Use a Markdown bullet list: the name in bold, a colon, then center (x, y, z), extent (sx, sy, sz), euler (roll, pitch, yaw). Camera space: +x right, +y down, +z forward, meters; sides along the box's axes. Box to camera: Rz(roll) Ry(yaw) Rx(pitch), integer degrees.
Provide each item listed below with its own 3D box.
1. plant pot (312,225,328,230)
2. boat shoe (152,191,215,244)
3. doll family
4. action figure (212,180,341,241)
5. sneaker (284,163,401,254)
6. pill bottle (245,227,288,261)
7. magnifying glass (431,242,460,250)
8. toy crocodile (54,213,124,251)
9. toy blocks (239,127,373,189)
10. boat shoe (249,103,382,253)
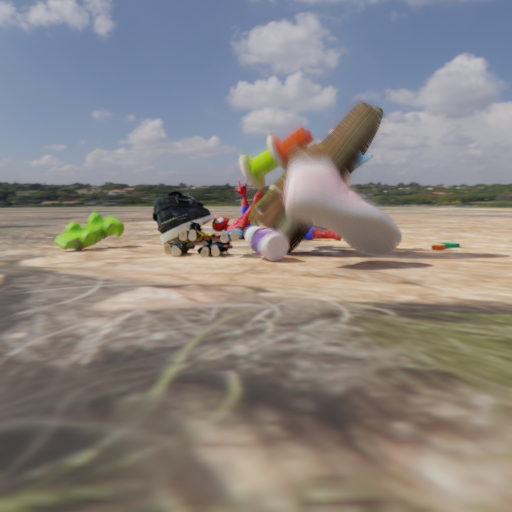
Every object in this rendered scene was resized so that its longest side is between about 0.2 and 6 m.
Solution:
- **plant pot**: center (1.268, -1.153, 14.770), extent (1.230, 1.368, 1.368), euler (-6, 6, 5)
- **boat shoe**: center (-1.859, -1.054, 13.570), extent (1.222, 1.084, 3.270), euler (-26, 6, 11)
- **doll family**: center (-0.865, -0.291, 10.300), extent (1.676, 0.657, 0.969), euler (6, 3, 10)
- **action figure**: center (0.464, -1.153, 13.911), extent (3.271, 1.619, 1.067), euler (-1, 6, 12)
- **sneaker**: center (1.401, -0.845, 8.979), extent (2.085, 0.785, 1.090), euler (22, 42, -18)
- **pill bottle**: center (0.151, -0.240, 9.541), extent (0.464, 0.464, 0.833), euler (-4, 18, -29)
- **magnifying glass**: center (3.878, -0.208, 11.576), extent (0.447, 0.126, 1.123), euler (5, 9, 36)
- **toy crocodile**: center (-3.377, -0.447, 11.451), extent (0.569, 0.520, 1.686), euler (23, 30, 20)
- **toy blocks**: center (1.023, -1.874, 11.048), extent (2.136, 0.776, 1.781), euler (-29, -49, 26)
- **boat shoe**: center (1.024, -1.610, 10.296), extent (1.072, 3.153, 1.134), euler (38, 3, 20)
